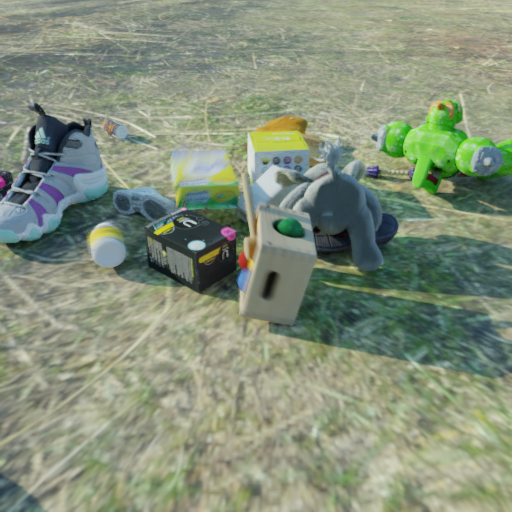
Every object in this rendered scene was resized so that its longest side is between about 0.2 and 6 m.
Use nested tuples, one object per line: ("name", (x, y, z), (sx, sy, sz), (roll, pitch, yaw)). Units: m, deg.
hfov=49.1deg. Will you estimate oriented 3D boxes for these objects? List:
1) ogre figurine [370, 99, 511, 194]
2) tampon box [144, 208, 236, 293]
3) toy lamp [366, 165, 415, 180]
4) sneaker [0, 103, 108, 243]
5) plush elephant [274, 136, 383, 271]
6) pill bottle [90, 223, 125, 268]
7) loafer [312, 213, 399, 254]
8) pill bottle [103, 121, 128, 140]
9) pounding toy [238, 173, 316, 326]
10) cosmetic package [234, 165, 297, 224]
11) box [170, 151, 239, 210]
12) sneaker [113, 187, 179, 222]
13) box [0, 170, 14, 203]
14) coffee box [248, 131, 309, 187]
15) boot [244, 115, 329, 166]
("ogre figurine", (4.509, -2.424, 12.889), (2.472, 2.023, 4.123), (-9, 44, -47))
("tampon box", (-1.176, -0.132, 10.103), (1.363, 0.860, 1.021), (24, 40, 33))
("toy lamp", (3.265, -2.033, 13.628), (1.135, 0.330, 0.330), (4, 33, 4))
("sneaker", (-4.438, -1.896, 11.469), (1.316, 2.368, 3.385), (10, 34, 16))
("plush elephant", (1.324, -1.035, 10.637), (1.970, 2.392, 1.852), (0, 11, 1))
("pill bottle", (-2.788, -0.238, 10.465), (0.591, 0.591, 1.055), (-10, 27, -15))
("loafer", (1.685, -0.332, 10.807), (2.074, 0.653, 0.745), (-7, 61, -1))
("pill bottle", (-4.062, -3.628, 16.044), (0.421, 0.421, 0.793), (-28, 41, -36))
("pounding toy", (0.184, -0.135, 9.051), (1.243, 1.749, 1.610), (11, 32, -7))
("cosmetic package", (0.205, -1.250, 11.769), (1.311, 0.486, 0.667), (-44, 52, -18))
("box", (-1.107, -1.582, 11.753), (1.268, 0.523, 2.162), (-4, 35, -11))
("sneaker", (-2.226, -1.192, 12.022), (1.657, 0.646, 0.823), (18, 33, 25))
("box", (-5.854, -1.334, 12.117), (0.639, 0.736, 1.114), (13, 35, 27))
("coffee box", (0.480, -2.079, 12.827), (1.240, 1.228, 1.242), (-4, 33, -6))
("boot", (1.085, -3.179, 14.820), (2.533, 0.891, 1.813), (10, 39, 26))
